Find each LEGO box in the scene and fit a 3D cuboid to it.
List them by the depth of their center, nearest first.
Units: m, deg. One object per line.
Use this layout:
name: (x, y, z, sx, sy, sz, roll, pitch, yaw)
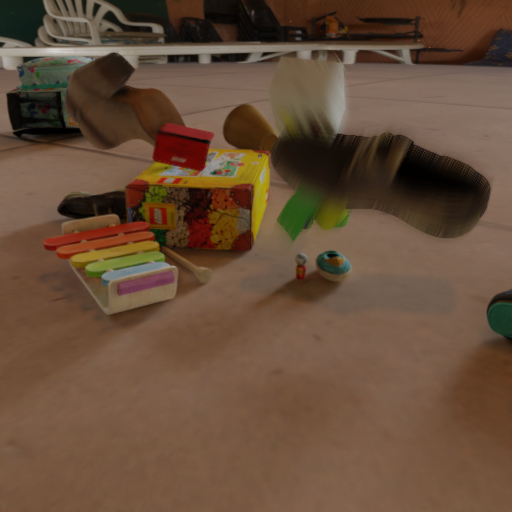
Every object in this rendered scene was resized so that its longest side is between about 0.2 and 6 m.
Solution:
LEGO box: (-0.962, -1.194, 10.742, 2.178, 1.129, 2.925, 3, 24, 7)

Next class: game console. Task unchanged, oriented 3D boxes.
game console: (-1.292, -1.959, 10.039, 0.941, 0.811, 0.559, 12, 0, 1)

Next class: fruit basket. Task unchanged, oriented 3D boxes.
fruit basket: (0.948, -0.648, 8.788, 1.013, 0.731, 1.013, 12, 50, -15)

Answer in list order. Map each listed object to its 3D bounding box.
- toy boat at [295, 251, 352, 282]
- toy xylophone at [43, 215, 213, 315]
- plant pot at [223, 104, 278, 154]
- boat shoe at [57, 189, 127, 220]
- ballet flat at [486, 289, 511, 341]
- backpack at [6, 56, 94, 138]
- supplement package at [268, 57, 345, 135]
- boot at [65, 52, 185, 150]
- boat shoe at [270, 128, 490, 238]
toy boat: (1.026, 0.130, 8.624, 0.888, 0.413, 0.747, -5, 25, -12)
toy xylophone: (-1.900, 0.048, 8.490, 1.947, 0.668, 2.659, -18, 30, -36)
plant pot: (-0.029, -3.486, 16.076, 1.309, 1.309, 1.405, -17, 42, -34)
boat shoe: (-2.981, -0.923, 10.843, 1.775, 0.638, 0.575, 3, 32, 9)
ballet flat: (3.937, 0.862, 6.523, 2.335, 0.853, 0.853, 17, 29, 39)
backpack: (-6.170, -5.261, 18.595, 3.432, 2.584, 3.047, 3, 24, -7)
supplement package: (0.873, -2.592, 9.367, 1.053, 1.101, 0.810, 12, 67, 17)
boot: (-2.594, -2.603, 10.986, 1.942, 2.657, 0.933, -28, 12, 45)
boat shoe: (1.783, -1.270, 7.914, 3.155, 1.157, 1.175, 16, 67, 2)
